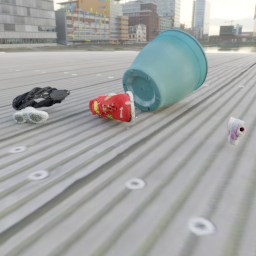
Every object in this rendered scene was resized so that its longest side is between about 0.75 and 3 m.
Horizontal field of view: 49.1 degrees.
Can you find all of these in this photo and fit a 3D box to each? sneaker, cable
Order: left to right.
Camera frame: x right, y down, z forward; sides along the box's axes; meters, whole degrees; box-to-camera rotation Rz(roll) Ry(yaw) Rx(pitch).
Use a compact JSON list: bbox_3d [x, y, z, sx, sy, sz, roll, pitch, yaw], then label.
[{"bbox_3d":[-2.741,-0.430,8.038,1.043,0.407,0.518,2,39,12],"label":"sneaker"},{"bbox_3d":[-2.755,-0.881,8.540,1.470,0.458,1.802,-14,2,39],"label":"cable"},{"bbox_3d":[-0.511,-0.542,7.883,0.969,0.879,2.282,-8,7,-24],"label":"sneaker"},{"bbox_3d":[2.334,0.107,5.999,0.335,0.759,0.309,14,54,34],"label":"sneaker"}]

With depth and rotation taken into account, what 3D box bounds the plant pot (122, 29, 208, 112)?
[{"bbox_3d":[1.078,-1.764,9.382,2.371,2.371,2.228,16,43,40],"label":"plant pot"}]
